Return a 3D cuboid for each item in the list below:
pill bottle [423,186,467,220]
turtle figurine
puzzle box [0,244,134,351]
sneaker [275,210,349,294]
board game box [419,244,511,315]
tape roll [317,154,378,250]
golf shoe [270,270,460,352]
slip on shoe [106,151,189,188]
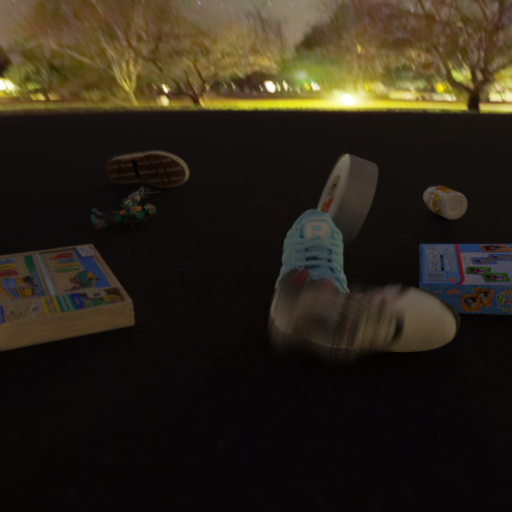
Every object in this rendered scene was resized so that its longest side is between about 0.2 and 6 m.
[{"bbox_3d":[4.315,-1.261,12.940,0.625,0.625,1.125,-3,18,-8],"label":"pill bottle"},{"bbox_3d":[-2.716,-0.966,11.899,1.499,0.755,1.122,-17,8,-5],"label":"turtle figurine"},{"bbox_3d":[-3.055,0.480,8.125,1.896,0.362,2.850,-10,21,-25],"label":"puzzle box"},{"bbox_3d":[0.789,0.009,8.214,1.076,1.193,2.911,-2,18,0],"label":"sneaker"},{"bbox_3d":[3.772,0.293,8.213,2.648,0.485,2.003,0,17,17],"label":"board game box"},{"bbox_3d":[1.594,-0.978,10.248,0.564,1.708,1.708,21,17,-6],"label":"tape roll"},{"bbox_3d":[1.221,0.788,6.329,2.179,0.841,0.960,8,19,4],"label":"golf shoe"},{"bbox_3d":[-3.045,-2.514,16.238,2.742,1.042,0.831,1,19,28],"label":"slip on shoe"}]
